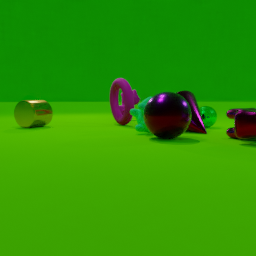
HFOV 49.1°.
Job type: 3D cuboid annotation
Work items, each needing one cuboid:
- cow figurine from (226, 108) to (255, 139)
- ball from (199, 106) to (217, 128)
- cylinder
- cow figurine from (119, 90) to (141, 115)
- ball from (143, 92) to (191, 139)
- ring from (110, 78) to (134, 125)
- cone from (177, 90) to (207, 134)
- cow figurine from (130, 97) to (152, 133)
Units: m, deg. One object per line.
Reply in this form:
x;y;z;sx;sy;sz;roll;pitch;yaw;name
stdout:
2.832;-0.096;6.090;1.557;0.855;1.532;-1;2;-22;cow figurine
2.522;-0.362;9.070;0.706;0.706;0.706;0;6;0;ball
-3.071;-0.468;9.139;0.878;0.878;0.878;3;6;23;cylinder
0.033;-1.044;12.352;1.168;1.150;0.641;-16;-29;-4;cow figurine
0.905;-0.289;6.470;1.097;1.097;1.097;0;6;0;ball
-0.233;-0.908;9.741;0.328;1.641;1.641;-8;9;-24;ring
1.774;-0.190;7.793;1.285;1.285;1.289;-3;33;-30;cone
0.573;-0.344;7.643;1.086;1.104;0.606;10;-33;-46;cow figurine
